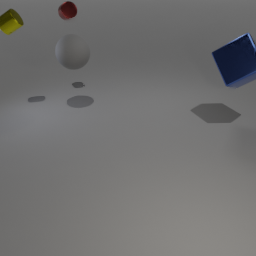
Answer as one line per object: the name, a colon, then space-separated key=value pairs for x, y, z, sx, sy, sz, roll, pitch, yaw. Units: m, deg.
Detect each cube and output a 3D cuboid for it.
cube: x=4.168 y=-2.407 z=10.351 sx=1.400 sy=1.400 sz=1.400 roll=-26 pitch=-11 yaw=31

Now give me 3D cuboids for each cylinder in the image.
cylinder: x=-2.643 y=-5.115 z=12.246 sx=0.700 sy=0.700 sz=0.700 roll=-13 pitch=19 yaw=-22
cylinder: x=-4.439 y=-3.988 z=10.537 sx=0.700 sy=0.700 sz=0.700 roll=-27 pitch=25 yaw=14

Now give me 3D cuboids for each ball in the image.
ball: x=-2.240 y=-3.090 z=11.407 sx=1.400 sy=1.400 sz=1.400 roll=0 pitch=28 yaw=0
